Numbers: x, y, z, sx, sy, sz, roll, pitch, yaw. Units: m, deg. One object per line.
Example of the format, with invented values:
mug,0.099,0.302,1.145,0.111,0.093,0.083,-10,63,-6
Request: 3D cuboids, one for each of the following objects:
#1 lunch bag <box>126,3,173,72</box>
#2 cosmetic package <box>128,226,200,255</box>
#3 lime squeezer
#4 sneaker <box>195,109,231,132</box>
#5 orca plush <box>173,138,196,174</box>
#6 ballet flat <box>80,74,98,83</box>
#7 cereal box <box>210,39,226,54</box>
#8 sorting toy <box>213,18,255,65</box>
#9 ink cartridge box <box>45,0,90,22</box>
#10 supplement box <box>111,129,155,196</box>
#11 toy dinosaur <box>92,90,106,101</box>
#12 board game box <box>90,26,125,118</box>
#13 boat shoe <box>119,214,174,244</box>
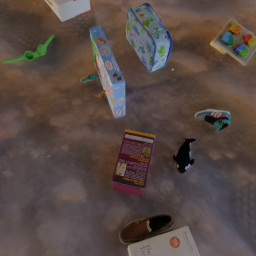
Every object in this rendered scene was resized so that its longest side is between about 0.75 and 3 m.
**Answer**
lunch bag,0.860,-3.951,12.391,1.085,2.116,2.632,-22,65,-16
cosmetic package,1.343,4.615,8.394,2.033,0.697,2.696,-14,62,-11
lime squeezer,-4.475,-3.622,13.106,2.776,0.524,0.980,-37,67,-18
sneaker,3.436,-0.259,11.192,1.441,0.603,0.870,1,51,-1
orca plush,2.207,0.951,10.519,0.790,0.533,1.501,29,65,15
ballet flat,-1.740,-2.250,12.472,0.829,0.314,0.265,-19,37,-14
cereal box,4.685,-4.189,13.559,0.867,0.238,1.205,41,68,19
sorting toy,5.199,-4.126,13.167,1.849,0.364,1.997,38,67,2
ink cartridge box,-3.323,-6.918,14.648,1.744,1.002,2.402,-30,65,-16
supplement box,0.225,1.245,10.137,1.167,0.906,2.114,11,61,6
toy dinosaur,-1.162,-1.380,11.929,0.268,0.886,0.471,-22,93,-45
board game box,-0.802,-2.223,11.312,0.545,2.253,2.979,-18,62,-10
boat shoe,0.598,3.214,9.154,1.872,0.693,0.692,-19,62,-10
